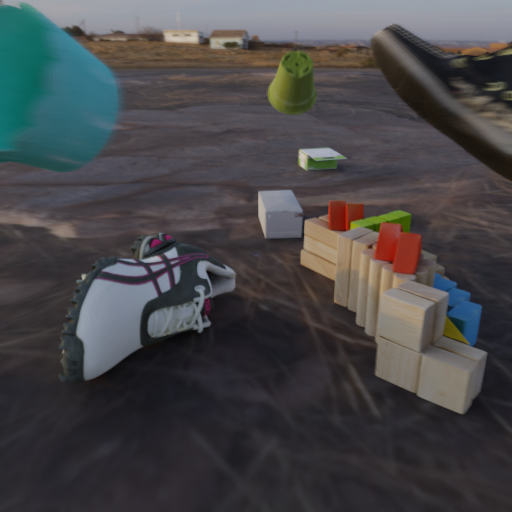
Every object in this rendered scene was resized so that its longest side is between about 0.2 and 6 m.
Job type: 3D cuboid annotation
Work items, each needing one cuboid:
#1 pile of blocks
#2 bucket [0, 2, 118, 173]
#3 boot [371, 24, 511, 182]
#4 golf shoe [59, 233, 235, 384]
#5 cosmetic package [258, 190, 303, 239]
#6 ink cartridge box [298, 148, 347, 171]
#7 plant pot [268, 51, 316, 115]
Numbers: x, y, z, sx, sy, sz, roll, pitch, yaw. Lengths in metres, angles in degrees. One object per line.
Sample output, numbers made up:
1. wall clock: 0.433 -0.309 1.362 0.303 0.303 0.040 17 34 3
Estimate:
1. pile of blocks: 1.822 0.100 6.985 1.725 1.306 4.203 -4 23 -10
2. bucket: -2.532 -1.820 6.440 1.740 1.740 1.132 13 -3 28
3. boot: 3.130 -2.516 7.163 2.838 2.137 1.038 44 5 15
4. golf shoe: -1.160 0.505 6.400 1.248 1.094 2.834 14 26 11
5. cosmetic package: 0.416 -0.766 10.085 0.677 0.572 1.268 -1 25 -3
6. ink cartridge box: 1.650 -2.369 14.069 0.850 0.435 1.150 -6 25 -15
7. plant pot: 0.821 -3.777 12.014 1.096 1.096 1.041 -1 -20 -3
